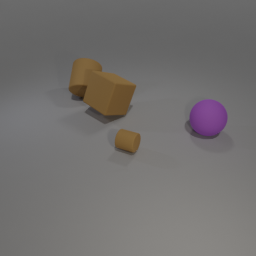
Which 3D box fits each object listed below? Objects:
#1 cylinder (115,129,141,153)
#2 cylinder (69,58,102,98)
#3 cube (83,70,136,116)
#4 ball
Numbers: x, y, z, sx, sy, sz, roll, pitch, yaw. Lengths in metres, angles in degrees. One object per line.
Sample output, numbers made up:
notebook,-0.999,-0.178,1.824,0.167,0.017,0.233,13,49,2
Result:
cylinder,-0.005,0.443,9.864,0.700,0.700,0.700,15,36,23
cylinder,-1.990,-2.328,13.188,1.400,1.400,1.400,4,72,6
cube,-0.768,-1.447,11.704,1.400,1.400,1.400,33,22,31
ball,3.059,-0.394,10.681,1.400,1.400,1.400,0,33,0
